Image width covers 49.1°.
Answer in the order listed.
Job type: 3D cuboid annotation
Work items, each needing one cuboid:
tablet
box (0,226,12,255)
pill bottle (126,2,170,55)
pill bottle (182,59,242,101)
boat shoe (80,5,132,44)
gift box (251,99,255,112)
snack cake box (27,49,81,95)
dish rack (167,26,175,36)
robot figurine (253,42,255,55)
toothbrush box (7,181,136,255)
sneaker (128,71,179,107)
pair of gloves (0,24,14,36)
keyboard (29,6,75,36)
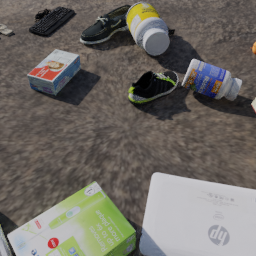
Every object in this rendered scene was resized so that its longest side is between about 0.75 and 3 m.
[{"bbox_3d":[1.846,1.943,5.773,2.992,0.204,1.947,8,46,9],"label":"tablet"},{"bbox_3d":[-3.049,2.460,5.031,1.677,0.512,2.117,-27,51,-24],"label":"box"},{"bbox_3d":[0.768,-3.725,10.581,1.274,1.274,2.275,-10,47,-10],"label":"pill bottle"},{"bbox_3d":[2.541,-1.409,8.494,1.605,0.899,0.899,22,49,7],"label":"pill bottle"},{"bbox_3d":[-0.856,-4.262,11.409,1.049,0.837,2.774,30,53,26],"label":"boat shoe"},{"bbox_3d":[4.605,-0.285,6.736,2.205,2.059,2.035,15,43,-13],"label":"gift box"},{"bbox_3d":[-2.388,-1.874,9.259,0.965,0.564,1.678,18,48,14],"label":"snack cake box"},{"bbox_3d":[1.519,-4.123,11.703,0.674,0.240,0.879,-10,46,-11],"label":"dish rack"},{"bbox_3d":[5.033,-2.931,10.316,0.931,0.543,0.670,11,48,10],"label":"robot figurine"},{"bbox_3d":[-0.982,2.107,5.182,1.871,0.806,1.363,-29,52,-24],"label":"toothbrush box"},{"bbox_3d":[0.847,-1.380,8.569,2.054,0.851,0.737,-35,55,-29],"label":"sneaker"},{"bbox_3d":[-5.516,-3.963,11.559,1.054,0.217,1.239,32,53,28],"label":"pair of gloves"},{"bbox_3d":[-3.471,-4.887,12.283,1.321,0.503,2.539,14,46,13],"label":"keyboard"}]
